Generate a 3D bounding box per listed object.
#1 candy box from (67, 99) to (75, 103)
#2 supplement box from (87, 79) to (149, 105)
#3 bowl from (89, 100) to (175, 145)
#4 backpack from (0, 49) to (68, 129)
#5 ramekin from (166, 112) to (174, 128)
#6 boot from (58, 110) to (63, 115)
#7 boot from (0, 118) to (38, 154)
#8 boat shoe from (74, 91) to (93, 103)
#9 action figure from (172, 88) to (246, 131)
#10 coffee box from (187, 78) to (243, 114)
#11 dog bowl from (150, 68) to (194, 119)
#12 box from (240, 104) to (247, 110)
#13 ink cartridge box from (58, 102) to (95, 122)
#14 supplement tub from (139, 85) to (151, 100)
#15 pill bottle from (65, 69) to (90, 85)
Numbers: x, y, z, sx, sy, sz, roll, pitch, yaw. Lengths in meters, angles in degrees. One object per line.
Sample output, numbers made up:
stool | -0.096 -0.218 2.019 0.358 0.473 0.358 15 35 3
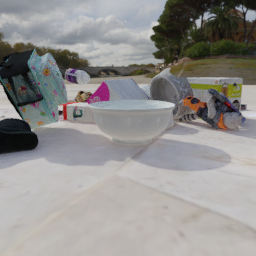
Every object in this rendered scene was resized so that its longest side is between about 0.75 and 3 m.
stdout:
candy box | -3.791 -1.654 18.021 0.819 0.373 0.969 -2 13 -17
supplement box | -0.360 -1.237 12.326 1.361 1.333 2.634 49 25 8
bowl | 0.127 -0.179 8.666 2.614 1.175 2.614 0 12 0
backpack | -3.316 -1.367 10.293 2.027 2.645 2.325 -12 30 -8
ramekin | 0.916 -0.569 11.285 1.931 0.899 1.931 0 12 0
boot | -3.729 -0.824 14.176 0.764 0.251 0.630 9 3 19
boot | -3.615 0.178 7.937 1.904 0.727 1.600 1 13 -31
boat shoe | -2.121 -1.394 14.375 0.989 0.966 2.615 8 11 -33
action figure | 3.420 -0.492 11.181 2.845 1.488 2.752 28 1 -34
coffee box | 3.994 -1.423 13.120 1.855 1.837 1.857 -8 14 -36
dog bowl | 1.848 -1.449 12.499 0.686 2.340 2.340 -24 22 -27
box | 5.894 -1.218 16.078 1.502 0.283 1.026 -7 13 -29
ink cartridge box | -2.124 -0.756 12.759 2.034 0.684 1.181 5 12 22
supplement tub | 1.096 -1.490 14.396 1.477 1.477 2.045 8 13 34
pill bottle | -1.771 -1.798 9.862 0.880 0.495 0.495 18 20 34
